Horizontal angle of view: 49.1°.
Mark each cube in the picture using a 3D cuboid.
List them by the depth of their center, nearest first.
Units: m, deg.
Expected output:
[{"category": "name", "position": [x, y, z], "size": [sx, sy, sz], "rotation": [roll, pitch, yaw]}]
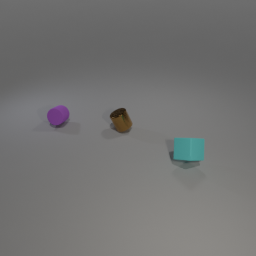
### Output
[{"category": "cube", "position": [1.960, 0.674, 8.998], "size": [0.700, 0.700, 0.700], "rotation": [4, -3, -39]}]

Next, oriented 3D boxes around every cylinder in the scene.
[{"category": "cylinder", "position": [-0.268, -0.317, 10.999], "size": [0.700, 0.700, 0.700], "rotation": [-21, 28, 12]}, {"category": "cylinder", "position": [-2.833, -0.530, 11.411], "size": [0.700, 0.700, 0.700], "rotation": [5, 16, 8]}]
